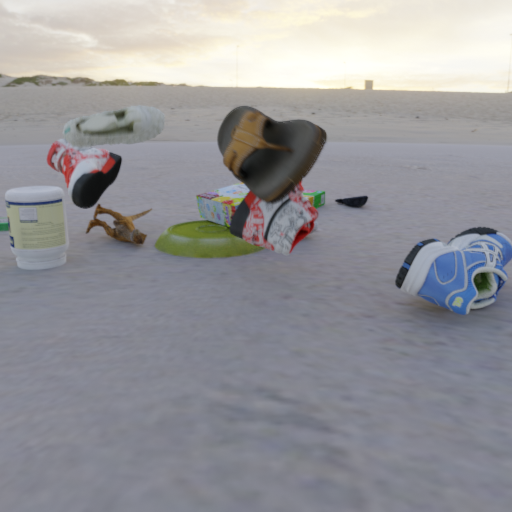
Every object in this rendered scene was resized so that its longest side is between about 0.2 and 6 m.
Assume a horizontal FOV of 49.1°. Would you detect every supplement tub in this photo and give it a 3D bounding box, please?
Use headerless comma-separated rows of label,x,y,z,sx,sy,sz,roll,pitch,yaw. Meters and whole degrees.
supplement tub,-3.982,-0.528,10.246,1.011,1.395,1.011,0,15,0

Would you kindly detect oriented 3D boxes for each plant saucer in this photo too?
plant saucer,-0.938,-0.425,11.904,2.416,0.375,2.416,1,14,0

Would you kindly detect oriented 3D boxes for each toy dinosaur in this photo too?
toy dinosaur,-3.005,-0.660,12.554,1.386,0.788,2.609,20,13,-21

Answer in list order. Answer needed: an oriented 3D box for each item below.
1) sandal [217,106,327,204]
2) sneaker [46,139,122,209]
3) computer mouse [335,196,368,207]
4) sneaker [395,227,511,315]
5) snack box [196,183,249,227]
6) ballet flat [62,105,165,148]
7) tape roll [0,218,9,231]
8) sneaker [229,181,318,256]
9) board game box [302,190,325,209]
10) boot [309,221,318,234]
sandal,-0.058,-1.833,8.871,0.926,1.387,3.393,23,15,-31
sneaker,-3.826,-1.761,11.723,1.359,0.847,2.536,18,24,-4
computer mouse,2.922,-1.589,16.579,0.822,0.313,1.187,-6,4,-16
sneaker,3.229,0.286,8.406,2.796,1.059,1.077,-15,41,-42
snack box,-0.263,-1.170,12.450,1.494,0.600,1.772,-20,23,-27
ballet flat,-2.350,-2.231,9.581,1.840,0.660,0.660,-19,22,-25
tape roll,-6.079,-0.766,13.536,0.831,0.200,0.831,0,15,0
sneaker,0.607,-1.111,9.932,1.279,2.386,0.797,25,-23,9
board game box,0.826,-1.664,16.528,2.055,0.414,1.572,6,16,23
boot,0.624,-0.667,12.737,1.582,0.582,0.756,4,-7,37
